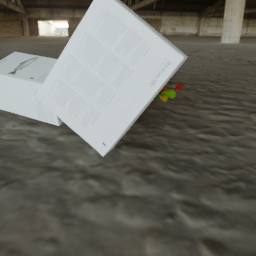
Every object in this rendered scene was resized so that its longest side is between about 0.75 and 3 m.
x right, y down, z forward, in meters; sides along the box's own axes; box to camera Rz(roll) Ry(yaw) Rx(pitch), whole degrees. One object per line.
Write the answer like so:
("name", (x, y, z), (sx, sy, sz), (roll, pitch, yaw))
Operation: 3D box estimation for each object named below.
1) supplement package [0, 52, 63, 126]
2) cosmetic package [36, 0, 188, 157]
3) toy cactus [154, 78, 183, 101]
("supplement package", (-2.654, -1.188, 8.091), (2.295, 1.346, 1.341), (14, 44, 21))
("cosmetic package", (-0.419, -1.037, 5.841), (2.021, 2.681, 0.693), (42, 23, 5))
("toy cactus", (0.488, -1.323, 8.881), (2.169, 1.789, 1.109), (29, 19, -18))
